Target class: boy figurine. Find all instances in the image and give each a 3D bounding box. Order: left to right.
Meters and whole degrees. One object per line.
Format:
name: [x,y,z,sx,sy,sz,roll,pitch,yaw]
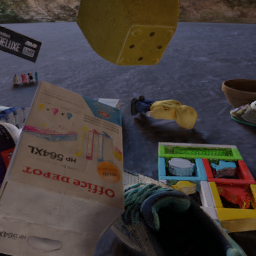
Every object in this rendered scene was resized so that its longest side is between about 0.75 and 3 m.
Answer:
boy figurine: [1.104,-0.502,8.202,1.993,0.642,1.239,17,26,29]

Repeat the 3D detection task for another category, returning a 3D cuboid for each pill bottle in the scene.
pill bottle: [-2.603,0.659,4.941,2.232,1.255,1.255,-21,32,-38]

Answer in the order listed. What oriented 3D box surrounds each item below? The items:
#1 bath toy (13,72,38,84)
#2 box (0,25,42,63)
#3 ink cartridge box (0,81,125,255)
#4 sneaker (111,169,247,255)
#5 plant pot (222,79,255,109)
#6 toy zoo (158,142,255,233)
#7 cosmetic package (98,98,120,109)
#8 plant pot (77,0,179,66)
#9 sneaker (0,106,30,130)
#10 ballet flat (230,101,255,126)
bath toy: [-4.463,-2.195,12.149,1.068,0.395,0.464,-15,29,-28]
box: [-3.019,-2.088,6.410,1.603,0.506,2.033,17,8,-32]
ink cartridge box: [-0.933,0.649,3.901,1.384,1.348,2.153,19,37,-20]
sneaker: [0.460,1.119,3.590,1.135,1.263,2.925,-36,37,-19]
plant pot: [3.919,-1.028,9.156,1.698,0.784,1.698,0,26,0]
toy zoo: [1.461,1.051,5.251,1.776,0.277,2.708,2,25,4]
cosmetic package: [-0.664,-0.431,8.235,0.678,0.494,1.334,4,27,9]
plant pot: [0.094,-2.959,7.686,2.227,2.242,2.294,-7,60,-26]
sneaker: [-3.694,-0.035,6.995,1.384,0.968,2.397,12,20,32]
ballet flat: [4.184,-0.374,7.515,1.039,1.039,2.889,-20,31,-36]
